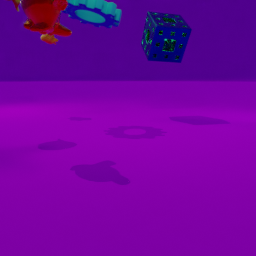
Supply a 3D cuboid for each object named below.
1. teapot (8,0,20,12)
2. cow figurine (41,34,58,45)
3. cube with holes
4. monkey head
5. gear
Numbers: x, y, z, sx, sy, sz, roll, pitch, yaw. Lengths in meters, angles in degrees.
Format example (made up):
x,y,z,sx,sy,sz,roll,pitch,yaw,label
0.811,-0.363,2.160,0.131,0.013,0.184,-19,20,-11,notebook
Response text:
x,y,z,sx,sy,sz,roll,pitch,yaw,label
-3.061,-3.603,7.006,0.864,1.390,0.681,-41,38,-23,teapot
-3.029,-3.897,10.848,0.633,1.153,1.135,10,-28,25,cow figurine
1.359,-3.377,10.436,1.316,1.316,1.316,0,42,-14,cube with holes
-1.422,-2.099,5.073,0.955,0.800,1.328,0,25,-44,monkey head
-1.103,-3.503,8.410,1.787,0.330,1.787,12,2,0,gear
